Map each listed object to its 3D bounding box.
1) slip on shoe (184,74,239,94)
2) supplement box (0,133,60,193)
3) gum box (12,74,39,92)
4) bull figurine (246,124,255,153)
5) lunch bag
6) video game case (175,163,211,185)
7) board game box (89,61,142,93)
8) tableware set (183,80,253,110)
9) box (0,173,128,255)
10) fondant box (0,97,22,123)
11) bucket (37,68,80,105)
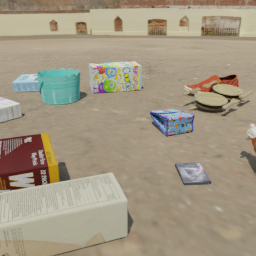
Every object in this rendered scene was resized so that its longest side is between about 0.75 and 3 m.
[{"bbox_3d":[4.090,-2.136,13.682,2.956,0.905,1.095,-8,25,-14],"label":"slip on shoe"},{"bbox_3d":[-2.307,0.980,5.711,1.641,1.089,1.618,-8,23,-19],"label":"supplement box"},{"bbox_3d":[-4.663,-2.452,14.928,2.368,0.528,2.012,-2,22,-5],"label":"gum box"},{"bbox_3d":[3.309,0.488,6.575,0.505,0.941,1.550,13,56,-20],"label":"bull figurine"},{"bbox_3d":[1.434,-0.324,9.489,1.021,0.638,1.356,-9,25,-21],"label":"lunch bag"},{"bbox_3d":[1.552,1.094,6.782,0.643,0.085,0.899,-2,21,-4],"label":"video game case"},{"bbox_3d":[-0.659,-2.614,14.300,2.472,1.297,1.274,-7,24,-14],"label":"board game box"},{"bbox_3d":[3.862,-1.247,11.902,1.930,0.585,2.919,26,35,35],"label":"tableware set"},{"bbox_3d":[-1.116,1.493,4.801,2.089,0.812,0.992,-7,23,-16],"label":"box"},{"bbox_3d":[-5.144,-0.554,10.204,1.407,0.568,1.950,17,27,36],"label":"fondant box"},{"bbox_3d":[-3.054,-1.891,12.561,1.972,1.283,1.972,0,21,0],"label":"bucket"}]
